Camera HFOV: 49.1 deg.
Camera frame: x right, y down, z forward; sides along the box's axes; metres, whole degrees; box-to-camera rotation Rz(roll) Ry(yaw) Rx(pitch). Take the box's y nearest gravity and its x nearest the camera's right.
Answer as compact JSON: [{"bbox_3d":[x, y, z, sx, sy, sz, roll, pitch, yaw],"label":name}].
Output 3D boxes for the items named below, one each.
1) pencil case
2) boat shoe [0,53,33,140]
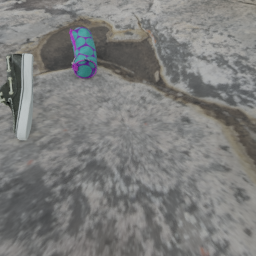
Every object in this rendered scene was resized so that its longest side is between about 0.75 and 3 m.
[{"bbox_3d":[-1.742,-2.947,10.819,0.974,0.897,2.108,9,49,-28],"label":"pencil case"},{"bbox_3d":[-3.381,-0.980,8.509,0.917,1.019,2.881,0,66,-15],"label":"boat shoe"}]
